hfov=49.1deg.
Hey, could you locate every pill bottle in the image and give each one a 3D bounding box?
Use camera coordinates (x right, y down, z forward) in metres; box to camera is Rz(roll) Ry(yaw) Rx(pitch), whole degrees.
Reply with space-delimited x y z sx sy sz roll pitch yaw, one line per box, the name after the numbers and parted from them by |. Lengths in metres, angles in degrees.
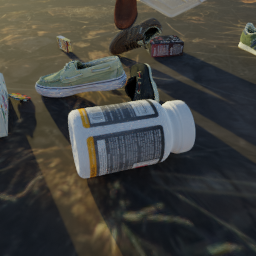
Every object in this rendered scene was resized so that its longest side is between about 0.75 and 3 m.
0.058 0.145 5.771 2.379 1.384 1.384 -9 35 -16 | pill bottle

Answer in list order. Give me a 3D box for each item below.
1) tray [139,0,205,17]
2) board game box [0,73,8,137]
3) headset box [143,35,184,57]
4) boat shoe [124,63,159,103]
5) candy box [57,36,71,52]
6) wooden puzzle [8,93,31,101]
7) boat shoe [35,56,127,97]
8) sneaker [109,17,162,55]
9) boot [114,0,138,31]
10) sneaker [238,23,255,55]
0.551 -2.486 4.957 1.157 0.239 2.155 -11 -11 44 | tray
-4.205 -0.569 7.373 1.837 0.800 2.489 -12 34 -15 | board game box
1.449 -3.521 11.998 1.568 0.588 1.165 -6 34 -9 | headset box
0.305 -1.326 8.390 0.752 0.878 2.399 6 36 -12 | boat shoe
-2.829 -3.721 12.382 0.241 0.503 0.872 -24 40 -31 | candy box
-3.282 -0.942 8.458 0.804 0.056 0.477 22 21 29 | wooden puzzle
-1.503 -1.617 8.552 2.929 0.909 1.054 -6 32 11 | boat shoe
0.293 -3.661 11.445 2.368 0.834 0.894 -32 48 8 | sneaker
-0.109 -3.698 6.880 0.685 2.001 1.884 16 79 14 | boot
5.712 -3.637 11.662 0.861 1.153 2.568 -15 36 -21 | sneaker
